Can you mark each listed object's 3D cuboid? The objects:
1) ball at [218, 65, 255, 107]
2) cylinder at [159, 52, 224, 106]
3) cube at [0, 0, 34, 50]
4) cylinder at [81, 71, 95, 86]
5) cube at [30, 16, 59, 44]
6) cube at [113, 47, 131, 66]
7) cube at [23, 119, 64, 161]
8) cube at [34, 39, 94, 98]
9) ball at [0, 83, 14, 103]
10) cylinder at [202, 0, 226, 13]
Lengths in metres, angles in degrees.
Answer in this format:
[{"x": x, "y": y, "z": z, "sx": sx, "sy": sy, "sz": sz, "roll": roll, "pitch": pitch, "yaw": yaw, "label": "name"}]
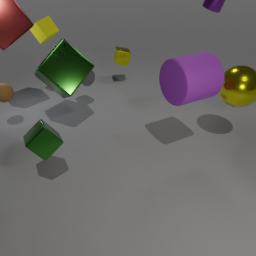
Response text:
[{"x": 3.738, "y": -1.391, "z": 9.397, "sx": 1.400, "sy": 1.400, "sz": 1.400, "roll": 0, "pitch": 32, "yaw": 0, "label": "ball"}, {"x": 1.898, "y": -1.488, "z": 8.463, "sx": 1.400, "sy": 1.400, "sz": 1.400, "roll": -16, "pitch": 36, "yaw": -25, "label": "cylinder"}, {"x": -4.432, "y": -3.792, "z": 9.685, "sx": 1.400, "sy": 1.400, "sz": 1.400, "roll": -44, "pitch": 44, "yaw": -9, "label": "cube"}, {"x": -1.869, "y": -2.195, "z": 11.825, "sx": 0.700, "sy": 0.700, "sz": 0.700, "roll": -27, "pitch": 43, "yaw": -36, "label": "cylinder"}, {"x": -3.382, "y": -3.977, "z": 11.361, "sx": 0.700, "sy": 0.700, "sz": 0.700, "roll": -13, "pitch": 29, "yaw": 49, "label": "cube"}, {"x": -0.308, "y": -3.619, "z": 14.132, "sx": 0.700, "sy": 0.700, "sz": 0.700, "roll": 4, "pitch": 32, "yaw": -17, "label": "cube"}, {"x": -2.275, "y": 0.313, "z": 7.509, "sx": 0.700, "sy": 0.700, "sz": 0.700, "roll": -46, "pitch": 31, "yaw": -2, "label": "cube"}, {"x": -2.292, "y": -2.045, "z": 9.949, "sx": 1.400, "sy": 1.400, "sz": 1.400, "roll": -54, "pitch": 20, "yaw": -11, "label": "cube"}, {"x": -4.494, "y": -1.269, "z": 10.108, "sx": 0.700, "sy": 0.700, "sz": 0.700, "roll": 0, "pitch": 32, "yaw": 0, "label": "ball"}, {"x": 3.161, "y": -4.658, "z": 10.142, "sx": 0.700, "sy": 0.700, "sz": 0.700, "roll": 13, "pitch": 36, "yaw": -10, "label": "cylinder"}]
